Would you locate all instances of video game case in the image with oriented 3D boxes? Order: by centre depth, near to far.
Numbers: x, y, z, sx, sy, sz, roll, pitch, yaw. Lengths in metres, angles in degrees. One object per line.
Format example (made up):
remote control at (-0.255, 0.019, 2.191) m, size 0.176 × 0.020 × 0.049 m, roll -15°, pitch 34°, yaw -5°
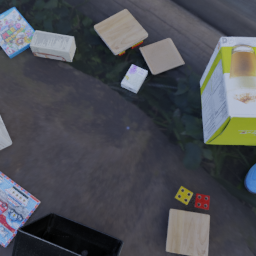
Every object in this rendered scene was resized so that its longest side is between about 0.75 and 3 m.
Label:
video game case at (-5.147, -4.286, 12.486) m, size 1.582 × 0.197 × 2.211 m, roll -37°, pitch 74°, yaw -12°

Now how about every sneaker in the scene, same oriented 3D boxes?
sneaker at (5.423, 1.336, 9.968) m, size 2.824 × 1.107 × 0.931 m, roll -29°, pitch 75°, yaw -9°

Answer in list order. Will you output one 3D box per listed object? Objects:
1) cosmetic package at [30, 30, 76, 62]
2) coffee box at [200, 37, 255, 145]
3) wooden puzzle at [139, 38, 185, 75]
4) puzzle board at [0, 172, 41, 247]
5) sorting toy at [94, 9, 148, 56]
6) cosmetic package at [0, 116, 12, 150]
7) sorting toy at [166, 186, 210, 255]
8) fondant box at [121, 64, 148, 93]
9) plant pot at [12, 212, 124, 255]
cosmetic package at (-3.149, -3.460, 11.881) m, size 1.675 × 0.731 × 0.866 m, roll 11°, pitch 68°, yaw 4°
coffee box at (4.365, -1.109, 9.874) m, size 2.890 × 2.894 × 2.862 m, roll 1°, pitch 70°, yaw 0°
wooden puzzle at (1.446, -3.063, 12.021) m, size 1.569 × 0.292 × 1.452 m, roll -20°, pitch 71°, yaw -12°
puzzle board at (-4.623, 2.699, 9.930) m, size 2.424 × 0.211 × 1.827 m, roll 33°, pitch 73°, yaw 11°
sorting toy at (-0.307, -4.065, 12.191) m, size 1.706 × 0.594 × 1.696 m, roll -33°, pitch 73°, yaw -11°
cosmetic package at (-5.790, 0.066, 10.028) m, size 2.182 × 1.815 × 1.826 m, roll -27°, pitch 72°, yaw -10°
sorting toy at (2.012, 3.458, 9.494) m, size 1.358 × 0.477 × 2.817 m, roll 8°, pitch 69°, yaw 3°
fondant box at (0.265, -2.043, 11.613) m, size 0.738 × 0.298 × 1.023 m, roll 26°, pitch 71°, yaw 9°
plant pot at (-1.885, 4.295, 8.165) m, size 2.718 × 2.724 × 2.417 m, roll 19°, pitch 83°, yaw 7°
